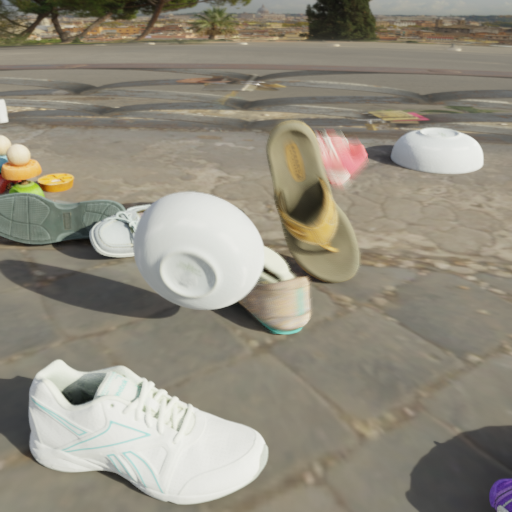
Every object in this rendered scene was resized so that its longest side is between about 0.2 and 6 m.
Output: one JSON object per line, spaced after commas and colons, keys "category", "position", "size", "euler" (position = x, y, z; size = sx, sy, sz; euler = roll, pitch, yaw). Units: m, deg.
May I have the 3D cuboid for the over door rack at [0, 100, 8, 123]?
{"category": "over door rack", "position": [-8.222, -2.899, 14.300], "size": [3.402, 1.133, 2.514], "euler": [-7, 17, 39]}

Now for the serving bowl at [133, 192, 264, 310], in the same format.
{"category": "serving bowl", "position": [-0.795, 0.079, 7.173], "size": [1.746, 1.746, 0.574], "euler": [5, 38, 9]}

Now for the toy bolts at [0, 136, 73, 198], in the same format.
{"category": "toy bolts", "position": [-5.305, -2.107, 12.860], "size": [1.832, 1.270, 1.750], "euler": [16, 31, 29]}

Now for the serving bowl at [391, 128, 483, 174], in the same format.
{"category": "serving bowl", "position": [4.890, -2.944, 15.102], "size": [2.408, 0.792, 2.408], "euler": [-1, 26, 0]}

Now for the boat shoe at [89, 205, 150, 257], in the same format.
{"category": "boat shoe", "position": [-1.885, -0.578, 10.097], "size": [2.257, 0.724, 0.832], "euler": [-14, 72, -37]}

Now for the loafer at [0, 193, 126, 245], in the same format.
{"category": "loafer", "position": [-3.726, -0.634, 10.604], "size": [2.637, 0.947, 0.829], "euler": [3, -6, -3]}

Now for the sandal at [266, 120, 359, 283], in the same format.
{"category": "sandal", "position": [0.831, -0.756, 8.715], "size": [1.087, 2.707, 0.731], "euler": [-17, 14, 9]}

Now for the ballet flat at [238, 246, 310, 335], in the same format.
{"category": "ballet flat", "position": [-0.205, 0.163, 8.614], "size": [0.986, 0.974, 2.898], "euler": [-16, 30, -39]}

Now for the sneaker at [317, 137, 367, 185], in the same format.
{"category": "sneaker", "position": [1.093, -1.792, 9.509], "size": [1.986, 0.862, 0.732], "euler": [2, 63, -42]}

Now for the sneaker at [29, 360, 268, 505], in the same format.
{"category": "sneaker", "position": [-1.141, 1.693, 5.531], "size": [2.542, 1.019, 0.894], "euler": [6, 25, 10]}

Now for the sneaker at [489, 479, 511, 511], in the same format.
{"category": "sneaker", "position": [3.103, 1.977, 5.184], "size": [2.124, 0.856, 0.886], "euler": [-11, 23, -20]}
